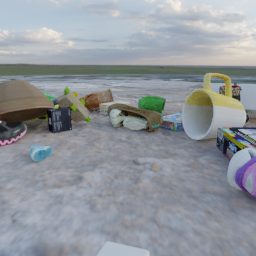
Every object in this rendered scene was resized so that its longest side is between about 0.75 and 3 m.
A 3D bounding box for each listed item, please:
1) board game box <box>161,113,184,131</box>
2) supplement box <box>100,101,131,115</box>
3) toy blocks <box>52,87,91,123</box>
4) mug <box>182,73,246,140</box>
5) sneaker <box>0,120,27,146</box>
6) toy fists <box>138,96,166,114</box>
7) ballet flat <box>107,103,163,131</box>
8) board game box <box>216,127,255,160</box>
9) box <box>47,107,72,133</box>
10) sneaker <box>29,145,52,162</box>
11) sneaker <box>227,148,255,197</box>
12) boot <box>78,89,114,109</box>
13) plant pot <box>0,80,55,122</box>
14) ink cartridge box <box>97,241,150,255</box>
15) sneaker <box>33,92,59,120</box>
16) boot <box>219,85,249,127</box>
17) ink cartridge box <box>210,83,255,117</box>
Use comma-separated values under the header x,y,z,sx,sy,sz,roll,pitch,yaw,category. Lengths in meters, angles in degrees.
x,y,z,sx,sy,sz,roll,pitch,yaw,category
2.245,-0.296,12.192,1.982,0.342,1.342,-13,19,-42,board game box
-0.641,-1.045,14.737,0.948,0.553,1.505,12,18,39,supplement box
-2.515,-0.793,11.935,1.174,1.718,0.858,-20,34,32,toy blocks
3.314,-0.621,10.136,1.851,2.255,1.806,3,32,-24,mug
-4.891,-0.099,9.290,2.969,1.416,1.173,-9,15,-36,sneaker
1.248,-1.205,14.858,1.293,0.872,2.536,10,14,10,toy fists
0.017,-0.370,11.654,2.959,1.003,1.070,15,35,34,ballet flat
3.946,0.608,7.847,2.129,0.730,2.575,2,14,-1,board game box
-2.727,-0.318,11.167,0.815,0.895,0.466,-11,17,-37,box
-2.687,0.730,8.114,0.610,0.371,0.934,6,6,14,sneaker
3.626,1.009,5.712,2.907,1.169,1.285,-7,21,-9,sneaker
-1.939,-1.561,16.067,2.151,1.025,2.781,-15,-1,0,boot
-4.523,-1.051,11.166,2.935,1.355,2.935,-14,-2,0,plant pot
-0.216,1.829,2.573,0.528,0.910,1.257,5,15,20,ink cartridge box
-4.300,-1.049,13.173,2.984,1.105,1.247,7,42,-4,sneaker
4.467,-0.921,11.823,2.298,1.730,0.841,-9,17,-36,boot
5.316,-1.269,13.142,2.970,1.251,2.148,5,-3,20,ink cartridge box
